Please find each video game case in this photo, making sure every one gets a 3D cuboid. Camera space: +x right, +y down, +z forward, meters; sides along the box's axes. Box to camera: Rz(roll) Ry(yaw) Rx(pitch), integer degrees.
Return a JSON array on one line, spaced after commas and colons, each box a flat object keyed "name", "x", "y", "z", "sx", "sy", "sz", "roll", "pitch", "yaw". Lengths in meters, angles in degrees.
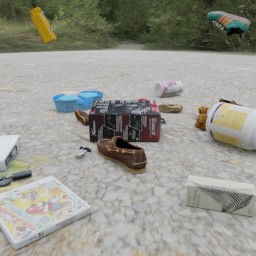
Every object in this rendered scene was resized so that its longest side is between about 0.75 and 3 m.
[{"name": "video game case", "x": -2.031, "y": 1.746, "z": 6.266, "sx": 1.689, "sy": 0.212, "sz": 1.856, "roll": -17, "pitch": 26, "yaw": -38}]

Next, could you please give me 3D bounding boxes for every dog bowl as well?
[{"name": "dog bowl", "x": -2.479, "y": -1.351, "z": 14.173, "sx": 2.648, "sy": 0.656, "sz": 1.476, "roll": -13, "pitch": 24, "yaw": -33}]

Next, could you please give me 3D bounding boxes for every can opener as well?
[{"name": "can opener", "x": -2.987, "y": 1.358, "z": 7.441, "sx": 0.880, "sy": 0.235, "sz": 0.294, "roll": -10, "pitch": 55, "yaw": -28}]

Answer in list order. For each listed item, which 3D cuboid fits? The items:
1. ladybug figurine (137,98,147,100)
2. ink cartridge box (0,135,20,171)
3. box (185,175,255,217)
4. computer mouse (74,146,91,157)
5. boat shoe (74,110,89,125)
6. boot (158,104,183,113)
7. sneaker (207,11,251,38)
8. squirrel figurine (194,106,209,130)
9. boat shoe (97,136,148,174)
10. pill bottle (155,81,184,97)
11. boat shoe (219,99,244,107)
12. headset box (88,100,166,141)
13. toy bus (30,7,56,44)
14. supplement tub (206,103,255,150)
[{"name": "ladybug figurine", "x": 0.647, "y": -1.133, "z": 13.785, "sx": 0.940, "sy": 0.498, "sz": 1.385, "roll": 7, "pitch": 21, "yaw": 19}, {"name": "ink cartridge box", "x": -4.495, "y": 0.754, "z": 8.680, "sx": 1.893, "sy": 0.415, "sz": 1.911, "roll": -2, "pitch": 22, "yaw": -5}, {"name": "box", "x": 2.066, "y": 1.519, "z": 6.352, "sx": 1.460, "sy": 0.600, "sz": 0.499, "roll": 4, "pitch": 21, "yaw": 16}, {"name": "computer mouse", "x": -1.494, "y": 0.791, "z": 8.992, "sx": 0.436, "sy": 0.174, "sz": 0.794, "roll": 9, "pitch": 16, "yaw": 11}, {"name": "boat shoe", "x": -1.925, "y": -0.484, "z": 12.111, "sx": 0.448, "sy": 0.448, "sz": 1.274, "roll": -17, "pitch": 33, "yaw": -26}, {"name": "boot", "x": 2.072, "y": -0.978, "z": 13.716, "sx": 1.175, "sy": 0.425, "sz": 0.978, "roll": 5, "pitch": 9, "yaw": 18}, {"name": "sneaker", "x": 3.700, "y": -3.920, "z": 10.628, "sx": 1.675, "sy": 0.669, "sz": 0.598, "roll": 29, "pitch": 8, "yaw": 30}, {"name": "squirrel figurine", "x": 3.030, "y": -0.407, "z": 11.231, "sx": 0.663, "sy": 0.874, "sz": 0.936, "roll": 4, "pitch": 20, "yaw": 10}, {"name": "boat shoe", "x": -0.221, "y": 0.627, "z": 8.549, "sx": 0.773, "sy": 0.772, "sz": 2.196, "roll": -24, "pitch": 28, "yaw": -36}, {"name": "pill bottle", "x": 2.438, "y": -2.335, "z": 16.536, "sx": 1.545, "sy": 0.876, "sz": 0.876, "roll": -9, "pitch": 22, "yaw": -25}, {"name": "boat shoe", "x": 5.152, "y": -1.164, "z": 13.964, "sx": 1.292, "sy": 0.454, "sz": 0.455, "roll": 15, "pitch": 23, "yaw": 33}, {"name": "headset box", "x": 0.027, "y": -0.343, "z": 10.739, "sx": 2.818, "sy": 1.088, "sz": 2.097, "roll": 1, "pitch": 20, "yaw": -1}, {"name": "toy bus", "x": -2.336, "y": -2.794, "z": 7.643, "sx": 0.305, "sy": 0.938, "sz": 0.367, "roll": -25, "pitch": 14, "yaw": 11}, {"name": "supplement tub", "x": 3.801, "y": -0.054, "z": 9.523, "sx": 1.372, "sy": 1.372, "sz": 1.887, "roll": -17, "pitch": 26, "yaw": -39}]
